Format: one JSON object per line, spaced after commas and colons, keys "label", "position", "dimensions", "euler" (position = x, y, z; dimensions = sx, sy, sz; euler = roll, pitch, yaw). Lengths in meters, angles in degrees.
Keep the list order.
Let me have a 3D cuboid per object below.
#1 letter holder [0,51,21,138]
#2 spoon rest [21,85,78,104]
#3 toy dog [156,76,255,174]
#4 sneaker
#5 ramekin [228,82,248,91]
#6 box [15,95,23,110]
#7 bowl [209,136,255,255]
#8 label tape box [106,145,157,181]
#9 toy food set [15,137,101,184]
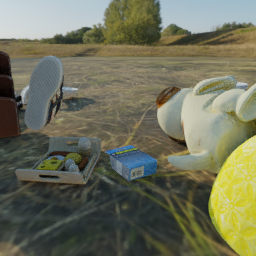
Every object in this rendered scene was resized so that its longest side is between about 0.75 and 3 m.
{"label": "letter holder", "position": [-4.270, -0.796, 6.868], "dimensions": [2.802, 1.992, 1.409], "euler": [-8, 35, -23]}
{"label": "spoon rest", "position": [-3.305, -1.571, 11.931], "dimensions": [2.545, 0.771, 1.264], "euler": [-16, 23, -40]}
{"label": "toy dog", "position": [1.660, -0.064, 6.045], "dimensions": [2.486, 1.789, 2.564], "euler": [-39, 28, -7]}
{"label": "sneaker", "position": [-2.016, -0.905, 6.985], "dimensions": [0.757, 1.930, 0.766], "euler": [28, 23, 5]}
{"label": "ramekin", "position": [4.440, -1.619, 12.230], "dimensions": [1.433, 0.667, 1.433], "euler": [-1, 17, 0]}
{"label": "box", "position": [-5.094, -0.671, 9.420], "dimensions": [2.249, 0.553, 2.328], "euler": [-1, 18, 3]}
{"label": "bowl", "position": [2.578, 0.598, 3.643], "dimensions": [2.854, 1.536, 2.854], "euler": [0, 16, 0]}
{"label": "label tape box", "position": [0.040, 0.660, 5.491], "dimensions": [0.648, 0.299, 0.904], "euler": [-11, 21, -32]}
{"label": "toy food set", "position": [-1.264, 0.549, 5.510], "dimensions": [1.193, 0.502, 1.663], "euler": [2, 17, 6]}
